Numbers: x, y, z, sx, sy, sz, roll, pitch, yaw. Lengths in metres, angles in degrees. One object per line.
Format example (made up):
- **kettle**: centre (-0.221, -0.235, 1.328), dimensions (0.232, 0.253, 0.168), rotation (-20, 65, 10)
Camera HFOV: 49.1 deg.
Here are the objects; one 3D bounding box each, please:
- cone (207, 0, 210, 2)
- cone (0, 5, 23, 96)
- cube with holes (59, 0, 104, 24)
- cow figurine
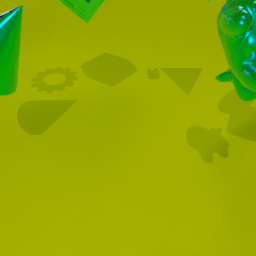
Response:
- **cone**: centre (1.473, -3.054, 5.446), dimensions (1.530, 1.530, 1.535), rotation (-1, 69, -1)
- **cone**: centre (-2.415, -1.699, 5.300), dimensions (1.542, 1.548, 1.542), rotation (39, 22, -19)
- **cube with holes**: centre (-1.050, -3.472, 6.455), dimensions (1.298, 1.298, 1.298), rotation (37, 2, -15)
- **cow figurine**: centre (1.650, -1.063, 3.825), dimensions (0.890, 1.622, 1.596), rotation (-28, 22, 10)
